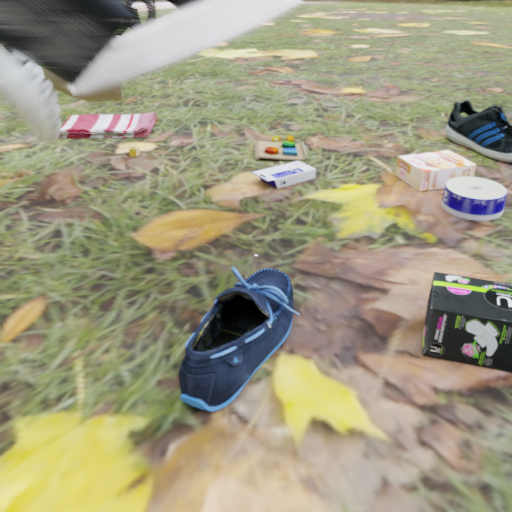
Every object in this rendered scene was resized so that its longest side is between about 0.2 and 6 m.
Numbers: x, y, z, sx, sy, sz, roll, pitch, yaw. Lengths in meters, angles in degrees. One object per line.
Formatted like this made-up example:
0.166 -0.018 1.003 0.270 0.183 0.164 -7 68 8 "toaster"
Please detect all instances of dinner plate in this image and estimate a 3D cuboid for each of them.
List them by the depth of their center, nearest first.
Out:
-0.966 -2.883 7.165 3.220 0.390 3.220 -19 28 10 "dinner plate"

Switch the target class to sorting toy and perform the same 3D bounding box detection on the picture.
0.568 -2.700 13.727 1.212 0.218 1.626 -1 30 -1 "sorting toy"

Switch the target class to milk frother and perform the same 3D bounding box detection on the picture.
-1.564 -4.701 10.431 1.438 1.298 1.353 -16 -18 32 "milk frother"

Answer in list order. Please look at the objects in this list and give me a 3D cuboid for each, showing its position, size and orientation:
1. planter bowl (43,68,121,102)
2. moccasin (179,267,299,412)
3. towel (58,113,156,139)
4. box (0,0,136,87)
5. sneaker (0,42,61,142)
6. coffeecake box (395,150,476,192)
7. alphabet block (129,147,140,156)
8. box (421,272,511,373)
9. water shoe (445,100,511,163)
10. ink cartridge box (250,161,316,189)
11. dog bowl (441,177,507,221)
-3.245 -3.610 10.066 1.220 1.812 1.812 -14 32 -13 "planter bowl"
-0.085 0.796 6.985 1.056 0.895 2.625 9 31 15 "moccasin"
-4.016 -3.579 15.211 2.428 0.276 1.749 -2 29 -2 "towel"
-1.907 -2.307 5.117 0.535 0.957 1.356 54 13 20 "box"
-3.709 -2.722 7.934 1.080 2.666 1.002 -37 42 -19 "sneaker"
3.811 -1.834 11.973 1.291 0.472 0.991 -10 31 -16 "coffeecake box"
-2.916 -2.502 13.423 0.189 0.188 0.192 6 31 14 "alphabet block"
2.793 0.823 7.074 1.241 0.772 0.922 9 31 14 "box"
5.677 -3.026 13.436 0.967 1.067 2.704 -19 35 -29 "water shoe"
0.581 -1.726 12.016 1.302 0.255 0.648 -17 34 -29 "ink cartridge box"
4.174 -1.110 10.746 1.135 0.447 1.135 0 30 0 "dog bowl"
